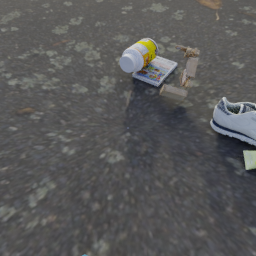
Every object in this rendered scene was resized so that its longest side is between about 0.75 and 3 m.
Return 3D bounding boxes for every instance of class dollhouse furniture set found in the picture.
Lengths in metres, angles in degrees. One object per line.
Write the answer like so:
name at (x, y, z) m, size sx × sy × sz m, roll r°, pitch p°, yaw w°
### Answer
dollhouse furniture set at (1.665, -1.883, 8.880) m, size 0.785 × 0.919 × 1.773 m, roll 16°, pitch 77°, yaw -3°

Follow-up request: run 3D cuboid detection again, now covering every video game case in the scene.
video game case at (0.996, -2.130, 10.235) m, size 1.067 × 0.134 × 1.490 m, roll 26°, pitch 53°, yaw 22°

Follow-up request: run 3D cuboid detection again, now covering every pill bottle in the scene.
pill bottle at (0.368, -2.523, 9.841) m, size 0.843 × 0.843 × 1.543 m, roll 26°, pitch 46°, yaw 22°

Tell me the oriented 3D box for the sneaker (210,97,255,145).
sneaker at (3.577, -0.133, 7.786) m, size 2.387 × 0.961 × 0.912 m, roll 15°, pitch 39°, yaw 7°

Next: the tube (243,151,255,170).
tube at (3.743, 0.785, 7.195) m, size 1.397 × 0.363 × 0.405 m, roll -6°, pitch 19°, yaw 19°
